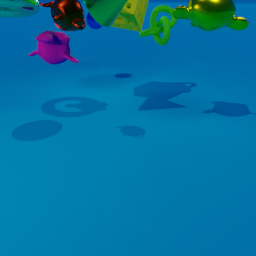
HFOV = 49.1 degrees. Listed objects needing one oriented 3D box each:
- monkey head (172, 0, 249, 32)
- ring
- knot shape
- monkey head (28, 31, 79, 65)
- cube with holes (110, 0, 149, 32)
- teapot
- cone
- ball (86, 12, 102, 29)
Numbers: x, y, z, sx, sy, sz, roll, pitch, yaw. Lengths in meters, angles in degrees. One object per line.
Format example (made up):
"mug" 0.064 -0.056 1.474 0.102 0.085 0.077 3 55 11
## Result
"monkey head" 2.095 -2.971 7.420 1.969 1.416 1.186 9 61 -4
"ring" -3.411 -3.279 7.431 2.072 0.414 2.072 -1 14 0
"knot shape" 1.166 -3.719 9.994 0.686 1.389 1.485 31 -2 -44
"monkey head" -2.251 -2.313 8.179 1.588 0.957 1.142 10 22 8
"cube with holes" -0.183 -4.118 8.969 1.385 1.385 1.385 14 1 11
"teapot" -1.313 -2.353 5.779 1.189 0.739 0.582 38 56 18
"cone" -0.212 -3.598 7.269 1.447 1.442 1.442 -12 18 32
"ball" -1.321 -4.422 11.407 0.766 0.766 0.766 0 27 0
